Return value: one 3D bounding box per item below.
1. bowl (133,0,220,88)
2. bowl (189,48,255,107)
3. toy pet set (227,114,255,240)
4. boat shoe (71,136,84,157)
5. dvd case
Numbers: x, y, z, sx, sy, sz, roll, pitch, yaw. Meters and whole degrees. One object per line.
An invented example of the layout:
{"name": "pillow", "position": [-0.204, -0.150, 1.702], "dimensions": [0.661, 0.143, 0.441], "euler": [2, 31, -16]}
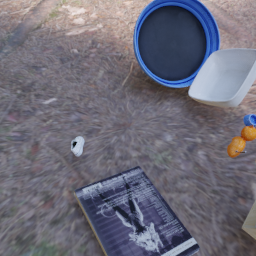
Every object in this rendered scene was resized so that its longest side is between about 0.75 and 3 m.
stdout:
{"name": "bowl", "position": [1.380, -2.484, 8.159], "dimensions": [2.630, 2.630, 0.516], "euler": [-14, 8, -13]}
{"name": "bowl", "position": [2.626, -1.273, 7.521], "dimensions": [1.676, 0.626, 1.678], "euler": [-58, 34, -7]}
{"name": "toy pet set", "position": [3.026, 1.072, 5.067], "dimensions": [2.437, 1.294, 2.275], "euler": [39, 67, -2]}
{"name": "boat shoe", "position": [-1.232, 0.374, 6.766], "dimensions": [0.283, 0.257, 0.768], "euler": [-39, 27, 8]}
{"name": "dvd case", "position": [0.112, 1.823, 5.598], "dimensions": [1.645, 0.177, 2.213], "euler": [-17, 47, -27]}
